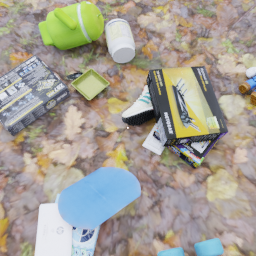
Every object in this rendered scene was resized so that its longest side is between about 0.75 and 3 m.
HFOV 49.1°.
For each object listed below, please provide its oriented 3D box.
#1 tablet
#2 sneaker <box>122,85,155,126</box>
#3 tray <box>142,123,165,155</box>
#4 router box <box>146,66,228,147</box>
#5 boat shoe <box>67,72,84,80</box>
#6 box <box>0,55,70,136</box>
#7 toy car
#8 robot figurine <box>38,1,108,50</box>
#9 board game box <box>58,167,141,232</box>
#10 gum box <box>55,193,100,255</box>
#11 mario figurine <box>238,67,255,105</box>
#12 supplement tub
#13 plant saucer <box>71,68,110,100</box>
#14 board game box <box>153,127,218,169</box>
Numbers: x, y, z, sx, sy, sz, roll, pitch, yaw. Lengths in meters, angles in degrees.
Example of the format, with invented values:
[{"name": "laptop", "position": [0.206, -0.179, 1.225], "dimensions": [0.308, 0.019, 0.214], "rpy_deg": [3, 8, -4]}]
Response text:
[{"name": "tablet", "position": [-2.371, 3.333, 9.068], "dimensions": [1.143, 0.120, 1.756], "rpy_deg": [-2, 64, -1]}, {"name": "sneaker", "position": [0.728, -1.030, 11.333], "dimensions": [2.592, 0.913, 1.212], "rpy_deg": [-25, 62, -18]}, {"name": "tray", "position": [1.271, 0.272, 11.076], "dimensions": [0.803, 0.166, 1.496], "rpy_deg": [27, 66, 15]}, {"name": "router box", "position": [2.123, -0.883, 10.492], "dimensions": [2.309, 0.767, 2.937], "rpy_deg": [-7, 65, -11]}, {"name": "boat shoe", "position": [-2.312, -2.309, 12.289], "dimensions": [0.795, 0.264, 0.297], "rpy_deg": [-1, 64, -1]}, {"name": "box", "position": [-4.288, -1.443, 11.609], "dimensions": [2.938, 0.721, 2.368], "rpy_deg": [-41, 69, -18]}, {"name": "toy car", "position": [2.191, 4.426, 7.551], "dimensions": [2.461, 2.783, 2.565], "rpy_deg": [-11, 64, -5]}, {"name": "robot figurine", "position": [-2.379, -4.492, 12.379], "dimensions": [2.917, 2.559, 1.688], "rpy_deg": [-12, 101, 13]}, {"name": "board game box", "position": [-0.948, 2.413, 9.506], "dimensions": [2.793, 0.544, 2.206], "rpy_deg": [-29, 36, -28]}, {"name": "gum box", "position": [-1.815, 3.359, 9.376], "dimensions": [1.677, 0.440, 1.974], "rpy_deg": [10, 63, 4]}, {"name": "mario figurine", "position": [6.139, -2.029, 11.922], "dimensions": [2.743, 1.454, 1.693], "rpy_deg": [-33, 104, -4]}, {"name": "supplement tub", "position": [-0.350, -3.880, 12.535], "dimensions": [1.203, 1.203, 1.659], "rpy_deg": [-11, 65, -5]}, {"name": "plant saucer", "position": [-1.607, -1.832, 12.039], "dimensions": [1.208, 0.290, 1.210], "rpy_deg": [42, 70, 18]}, {"name": "board game box", "position": [2.275, 0.251, 10.743], "dimensions": [2.071, 0.587, 1.712], "rpy_deg": [39, 66, 12]}]
